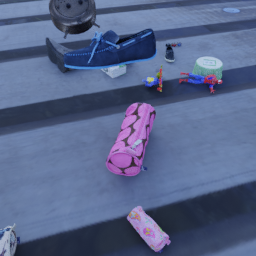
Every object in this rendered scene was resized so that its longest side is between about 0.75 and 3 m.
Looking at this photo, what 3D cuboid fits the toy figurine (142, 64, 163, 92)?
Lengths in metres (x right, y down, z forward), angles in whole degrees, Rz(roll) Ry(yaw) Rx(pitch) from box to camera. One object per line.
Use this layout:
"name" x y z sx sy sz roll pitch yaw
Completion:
"toy figurine" 0.985 -2.051 11.415 0.813 0.716 1.357 1 40 9

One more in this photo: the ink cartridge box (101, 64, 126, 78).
"ink cartridge box" -0.661 -2.676 12.300 0.740 0.426 1.013 -26 47 -27

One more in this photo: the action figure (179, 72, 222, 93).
"action figure" 2.933 -1.863 11.276 1.690 0.552 0.837 6 33 9

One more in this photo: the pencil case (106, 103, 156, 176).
"pencil case" 0.202 0.228 8.357 1.139 1.176 2.511 16 42 1

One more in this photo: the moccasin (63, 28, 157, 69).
"moccasin" -0.500 -2.302 7.894 2.793 0.952 1.124 -18 33 -27

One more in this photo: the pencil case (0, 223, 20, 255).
"pencil case" -3.255 2.528 6.114 1.608 0.626 0.719 -2 44 -2

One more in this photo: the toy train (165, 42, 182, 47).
"toy train" 2.361 -4.273 14.369 0.885 0.151 0.203 -8 45 -9

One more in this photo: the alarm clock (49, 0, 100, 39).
"alarm clock" -2.078 -4.467 10.089 1.643 0.811 2.436 -22 74 -11

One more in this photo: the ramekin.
"ramekin" 3.436 -2.541 11.998 1.255 0.613 1.255 0 41 0

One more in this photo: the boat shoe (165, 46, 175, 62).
"boat shoe" 1.983 -3.514 13.322 0.449 0.375 1.204 3 42 0

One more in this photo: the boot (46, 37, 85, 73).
"boot" -2.715 -3.479 13.048 1.672 0.886 2.539 -21 56 -27

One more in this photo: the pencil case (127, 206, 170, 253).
"pencil case" 0.467 2.330 6.497 0.475 0.475 1.087 -28 48 -28
